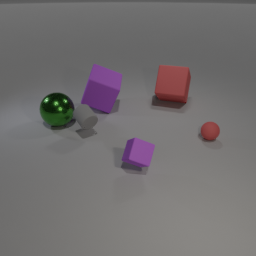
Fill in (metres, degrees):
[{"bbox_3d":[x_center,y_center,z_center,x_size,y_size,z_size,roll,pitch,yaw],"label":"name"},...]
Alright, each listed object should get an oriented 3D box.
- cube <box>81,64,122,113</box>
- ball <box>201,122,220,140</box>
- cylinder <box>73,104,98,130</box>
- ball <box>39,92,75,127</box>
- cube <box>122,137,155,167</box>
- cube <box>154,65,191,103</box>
[{"bbox_3d":[-1.184,-1.788,12.698,1.400,1.400,1.400,19,39,-11],"label":"cube"},{"bbox_3d":[3.089,0.108,10.526,0.700,0.700,0.700,0,28,0],"label":"ball"},{"bbox_3d":[-1.591,-0.412,10.459,0.700,0.700,0.700,-19,53,-32],"label":"cylinder"},{"bbox_3d":[-2.892,-0.754,11.462,1.400,1.400,1.400,0,28,0],"label":"ball"},{"bbox_3d":[0.310,0.765,8.625,0.700,0.700,0.700,21,-16,-16],"label":"cube"},{"bbox_3d":[2.185,-2.093,13.492,1.400,1.400,1.400,9,-5,18],"label":"cube"}]
